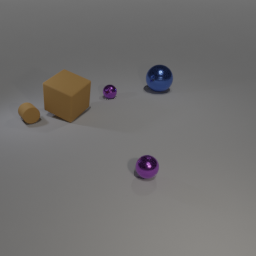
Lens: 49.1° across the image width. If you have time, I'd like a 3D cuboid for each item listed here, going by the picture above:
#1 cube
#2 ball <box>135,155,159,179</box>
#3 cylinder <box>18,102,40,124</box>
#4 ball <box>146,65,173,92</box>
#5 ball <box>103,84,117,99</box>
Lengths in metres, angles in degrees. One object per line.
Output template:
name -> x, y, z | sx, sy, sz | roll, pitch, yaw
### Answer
cube -> -2.530, -1.358, 11.703 | 1.400, 1.400, 1.400 | 25, 44, 14
ball -> 0.567, 1.142, 8.252 | 0.700, 0.700, 0.700 | 0, 29, 0
cylinder -> -4.075, -0.621, 11.528 | 0.700, 0.700, 0.700 | -19, 32, -31
ball -> 1.611, -2.545, 14.390 | 1.400, 1.400, 1.400 | 0, 29, 0
ball -> -0.888, -1.780, 13.714 | 0.700, 0.700, 0.700 | 0, 29, 0
